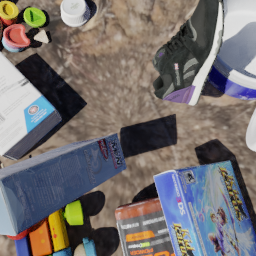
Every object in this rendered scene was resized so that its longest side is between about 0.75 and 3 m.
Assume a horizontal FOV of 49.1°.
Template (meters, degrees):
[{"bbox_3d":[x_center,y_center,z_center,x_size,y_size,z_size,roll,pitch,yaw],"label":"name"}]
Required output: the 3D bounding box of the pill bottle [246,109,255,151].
[{"bbox_3d":[4.556,0.267,6.611,2.930,1.627,1.627,21,76,6],"label":"pill bottle"}]

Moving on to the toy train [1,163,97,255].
[{"bbox_3d":[-1.811,2.032,6.437,1.720,1.258,2.972,-12,75,-14],"label":"toy train"}]

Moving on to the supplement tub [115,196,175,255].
[{"bbox_3d":[0.781,2.967,5.928,1.582,1.582,2.958,-14,75,-4],"label":"supplement tub"}]

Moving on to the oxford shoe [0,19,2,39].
[{"bbox_3d":[-4.182,-2.295,7.676,0.747,0.779,2.109,24,81,2],"label":"oxford shoe"}]

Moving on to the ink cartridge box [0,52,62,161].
[{"bbox_3d":[-3.106,-0.568,7.177,1.661,0.974,2.269,-43,78,-11],"label":"ink cartridge box"}]

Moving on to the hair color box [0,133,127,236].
[{"bbox_3d":[-1.260,0.809,4.706,1.252,2.528,0.766,-13,96,35],"label":"hair color box"}]

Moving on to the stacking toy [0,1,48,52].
[{"bbox_3d":[-3.065,-2.865,8.174,1.290,0.602,1.425,-7,77,-29],"label":"stacking toy"}]

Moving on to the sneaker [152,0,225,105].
[{"bbox_3d":[1.047,-1.415,5.435,1.091,2.491,0.943,5,47,-1],"label":"sneaker"}]

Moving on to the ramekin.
[{"bbox_3d":[-1.571,-3.482,8.253,0.884,0.412,0.884,0,74,0],"label":"ramekin"}]

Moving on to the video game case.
[{"bbox_3d":[1.843,2.118,5.850,0.619,2.469,2.724,-27,72,38],"label":"video game case"}]

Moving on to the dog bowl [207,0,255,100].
[{"bbox_3d":[3.386,-2.288,7.544,2.944,1.160,2.944,0,75,0],"label":"dog bowl"}]
